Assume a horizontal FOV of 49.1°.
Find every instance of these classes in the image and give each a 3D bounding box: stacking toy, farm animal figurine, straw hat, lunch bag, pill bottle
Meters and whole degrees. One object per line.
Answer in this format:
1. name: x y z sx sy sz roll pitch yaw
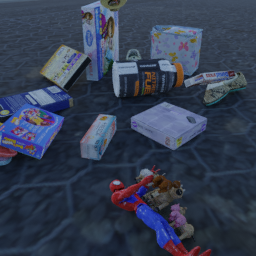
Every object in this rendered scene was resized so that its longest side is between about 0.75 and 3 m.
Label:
1. stacking toy: -3.067 0.503 7.380 1.230 0.574 1.359 9 30 -28
2. farm animal figurine: 0.788 1.405 5.378 0.662 1.269 1.255 -21 8 -28
3. straw hat: -0.399 -3.647 8.280 0.826 0.350 0.826 -1 62 2
4. lunch bag: 2.081 -3.569 12.583 2.188 1.855 1.391 14 36 24
5. pill bottle: 0.739 -1.876 10.301 2.487 1.321 1.321 -6 32 -10

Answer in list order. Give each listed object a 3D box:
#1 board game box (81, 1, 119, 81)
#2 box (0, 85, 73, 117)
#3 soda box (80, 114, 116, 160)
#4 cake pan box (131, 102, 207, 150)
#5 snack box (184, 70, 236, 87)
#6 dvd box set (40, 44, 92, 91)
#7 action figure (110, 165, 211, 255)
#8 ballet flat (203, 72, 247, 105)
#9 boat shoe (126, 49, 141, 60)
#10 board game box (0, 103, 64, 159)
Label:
1. board game box: -1.098 -3.920 12.187 0.596 2.897 2.890 8 33 13
2. box: -3.240 -0.823 9.461 2.369 0.384 1.435 -19 36 -31
3. soda box: -0.772 0.205 7.659 0.533 0.496 1.559 8 33 12
4. cake pan box: 1.179 -0.149 8.310 1.726 0.451 1.590 27 38 36
5. snack box: 1.348 -0.804 4.541 0.995 0.121 0.358 -14 -3 -42
6. dvd box set: -2.597 -2.505 11.449 2.196 0.323 1.607 32 83 43
7. action figure: 0.545 1.355 5.145 2.326 0.759 1.151 26 81 43
8. ballet flat: 3.431 -1.556 10.152 2.400 0.904 0.814 -24 7 -33
9. boat shoe: 0.186 -2.652 12.036 0.995 0.857 2.764 -2 31 -4
10. board game box: -2.576 0.025 7.550 1.189 0.396 1.769 21 26 -5
